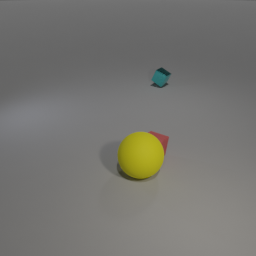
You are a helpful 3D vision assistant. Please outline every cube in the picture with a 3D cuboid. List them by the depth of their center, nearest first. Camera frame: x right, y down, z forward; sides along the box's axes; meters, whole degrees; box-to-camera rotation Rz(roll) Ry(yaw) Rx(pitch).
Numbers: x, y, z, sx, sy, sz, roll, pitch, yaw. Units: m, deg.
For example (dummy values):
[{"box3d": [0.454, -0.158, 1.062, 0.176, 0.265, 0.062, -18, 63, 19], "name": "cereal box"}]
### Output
[{"box3d": [0.870, 0.587, 9.351, 0.700, 0.700, 0.700, 18, 20, 24], "name": "cube"}, {"box3d": [1.849, -2.831, 15.533, 0.700, 0.700, 0.700, 37, 38, 14], "name": "cube"}]

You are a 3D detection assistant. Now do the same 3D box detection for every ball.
[{"box3d": [0.381, 0.812, 8.433, 1.400, 1.400, 1.400, 0, 28, 0], "name": "ball"}]
